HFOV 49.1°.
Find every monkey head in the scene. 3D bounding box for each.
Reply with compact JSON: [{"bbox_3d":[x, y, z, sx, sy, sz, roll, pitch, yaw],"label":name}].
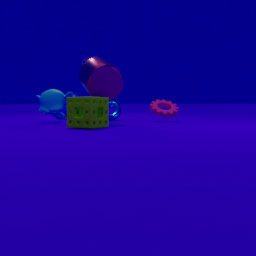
[{"bbox_3d":[-2.670,-0.872,10.291,1.565,0.943,1.126,-3,-24,21],"label":"monkey head"}]

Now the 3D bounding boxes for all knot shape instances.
[{"bbox_3d":[-1.176,-0.692,11.379,1.570,0.726,1.469,-3,7,-28],"label":"knot shape"}]

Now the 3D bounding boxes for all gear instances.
[{"bbox_3d":[1.356,-0.732,10.526,1.050,0.194,1.050,5,34,-3],"label":"gear"}]

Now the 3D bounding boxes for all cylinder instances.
[{"bbox_3d":[-0.957,-1.706,9.731,1.251,1.251,1.251,-2,26,-23],"label":"cylinder"}]

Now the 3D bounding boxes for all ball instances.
[{"bbox_3d":[-2.525,-0.970,12.434,1.080,1.080,1.080,0,5,0],"label":"ball"}]

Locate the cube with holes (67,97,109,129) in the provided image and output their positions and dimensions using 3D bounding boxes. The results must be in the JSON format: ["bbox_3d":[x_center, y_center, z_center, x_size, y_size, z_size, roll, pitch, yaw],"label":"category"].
[{"bbox_3d":[-1.130,-0.442,7.933,0.842,0.842,0.842,2,4,29],"label":"cube with holes"}]
